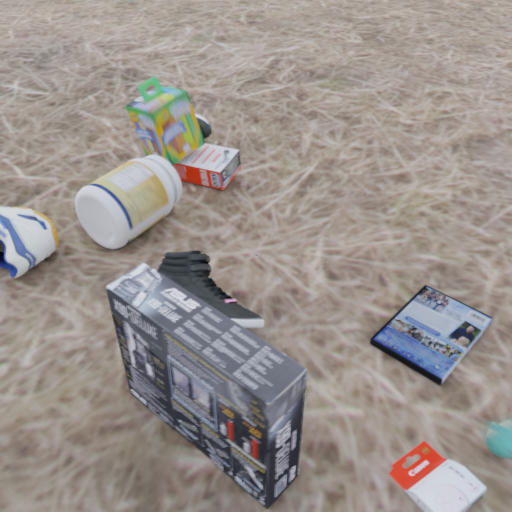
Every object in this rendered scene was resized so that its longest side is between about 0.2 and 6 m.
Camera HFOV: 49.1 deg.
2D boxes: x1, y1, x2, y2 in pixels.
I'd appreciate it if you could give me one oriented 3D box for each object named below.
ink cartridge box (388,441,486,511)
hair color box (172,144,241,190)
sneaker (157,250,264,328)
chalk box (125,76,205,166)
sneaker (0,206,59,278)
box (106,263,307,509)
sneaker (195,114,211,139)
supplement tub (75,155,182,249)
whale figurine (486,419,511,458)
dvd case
[{"bbox_3d":[2.253,2.823,7.065,0.783,0.275,0.964,-24,49,-26],"label":"ink cartridge box"},{"bbox_3d":[-1.307,-2.126,12.856,1.689,0.540,0.937,15,48,23],"label":"hair color box"},{"bbox_3d":[-0.795,0.504,9.158,2.150,1.066,0.760,15,-2,20],"label":"sneaker"},{"bbox_3d":[-2.019,-3.003,12.159,1.046,1.690,1.051,24,55,40],"label":"chalk box"},{"bbox_3d":[-5.269,-0.446,10.408,2.985,1.123,1.315,12,40,15],"label":"sneaker"},{"bbox_3d":[-0.667,1.594,7.058,2.721,2.146,0.677,28,47,31],"label":"box"},{"bbox_3d":[-1.994,-3.161,14.240,1.846,0.688,0.781,11,45,27],"label":"sneaker"},{"bbox_3d":[-2.472,-1.114,11.063,1.323,1.323,1.832,23,44,26],"label":"supplement tub"},{"bbox_3d":[3.288,2.342,7.269,0.510,0.641,0.333,32,20,1],"label":"whale figurine"},{"bbox_3d":[2.862,1.217,9.112,1.266,0.156,1.774,29,47,32],"label":"dvd case"}]
